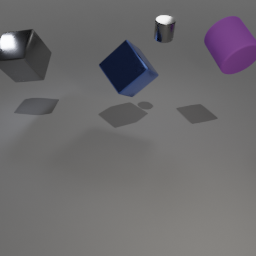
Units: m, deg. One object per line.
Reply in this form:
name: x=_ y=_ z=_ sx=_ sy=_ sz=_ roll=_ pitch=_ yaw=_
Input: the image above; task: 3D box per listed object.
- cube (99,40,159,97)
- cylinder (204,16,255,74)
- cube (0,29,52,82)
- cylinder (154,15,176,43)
cube: x=0.055 y=-2.163 z=10.496 sx=1.400 sy=1.400 sz=1.400 roll=56 pitch=18 yaw=12
cylinder: x=3.547 y=-2.815 z=9.603 sx=1.400 sy=1.400 sz=1.400 roll=-11 pitch=61 yaw=-17
cube: x=-4.063 y=-2.768 z=10.914 sx=1.400 sy=1.400 sz=1.400 roll=-1 pitch=65 yaw=18
cylinder: x=1.290 y=-3.491 z=9.897 sx=0.700 sy=0.700 sz=0.700 roll=1 pitch=47 yaw=-1
